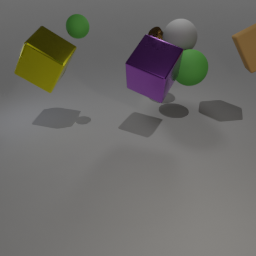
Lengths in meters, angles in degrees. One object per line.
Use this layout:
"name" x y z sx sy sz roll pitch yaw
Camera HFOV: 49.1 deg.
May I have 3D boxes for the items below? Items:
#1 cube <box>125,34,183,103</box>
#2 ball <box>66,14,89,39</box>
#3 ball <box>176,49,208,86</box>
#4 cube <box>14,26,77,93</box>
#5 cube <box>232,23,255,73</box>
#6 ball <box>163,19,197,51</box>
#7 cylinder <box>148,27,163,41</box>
"cube" 0.862 -1.974 9.425 1.400 1.400 1.400 26 67 14
"ball" -1.504 -3.033 8.372 0.700 0.700 0.700 0 30 0
"ball" 2.413 -2.351 10.946 1.400 1.400 1.400 0 30 0
"cube" -2.857 -2.378 9.772 1.400 1.400 1.400 29 41 -14
"cube" 4.727 -2.988 10.037 1.400 1.400 1.400 -25 11 21
"ball" 2.112 -3.701 11.412 1.400 1.400 1.400 0 30 0
"cylinder" 1.397 -4.292 13.243 0.700 0.700 0.700 33 1 -46
